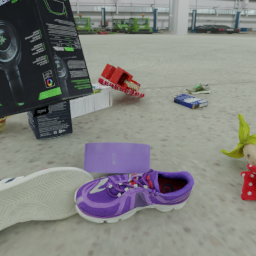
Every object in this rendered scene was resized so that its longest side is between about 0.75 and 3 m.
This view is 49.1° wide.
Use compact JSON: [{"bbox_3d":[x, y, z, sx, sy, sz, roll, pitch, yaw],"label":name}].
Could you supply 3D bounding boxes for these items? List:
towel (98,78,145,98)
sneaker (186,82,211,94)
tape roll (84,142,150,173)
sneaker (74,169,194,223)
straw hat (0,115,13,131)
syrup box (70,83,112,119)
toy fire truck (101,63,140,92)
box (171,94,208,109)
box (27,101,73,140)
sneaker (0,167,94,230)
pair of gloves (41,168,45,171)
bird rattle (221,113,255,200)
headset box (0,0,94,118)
[{"bbox_3d":[-0.314,-1.829,12.876,2.166,0.244,1.567,18,4,-3],"label":"towel"},{"bbox_3d":[3.628,-2.081,14.392,1.288,0.571,0.495,-2,23,-6],"label":"sneaker"},{"bbox_3d":[-0.257,0.741,6.762,1.596,0.678,1.596,1,-7,0],"label":"tape roll"},{"bbox_3d":[0.163,1.203,5.741,2.503,1.044,1.009,-7,55,-14],"label":"sneaker"},{"bbox_3d":[-4.630,-0.177,9.914,1.421,0.601,1.421,-2,17,1],"label":"straw hat"},{"bbox_3d":[-1.829,-1.184,11.812,0.929,0.961,2.359,21,32,40],"label":"syrup box"},{"bbox_3d":[-0.130,-2.132,12.911,2.070,0.716,2.936,36,8,37],"label":"toy fire truck"},{"bbox_3d":[2.781,-1.232,12.814,0.917,0.245,1.514,-15,29,-32],"label":"box"},{"bbox_3d":[-2.837,-1.063,9.661,1.255,2.406,1.780,-11,26,-25],"label":"box"},{"bbox_3d":[-2.147,1.388,5.781,2.916,1.093,1.232,-5,3,-34],"label":"sneaker"},{"bbox_3d":[-1.905,1.288,7.063,1.310,0.149,1.053,2,23,2],"label":"pair of gloves"},{"bbox_3d":[3.513,0.703,6.802,2.053,1.419,2.518,-1,28,-8],"label":"bird rattle"},{"bbox_3d":[-2.251,-1.552,6.377,2.268,2.605,1.208,-10,8,28],"label":"headset box"}]
